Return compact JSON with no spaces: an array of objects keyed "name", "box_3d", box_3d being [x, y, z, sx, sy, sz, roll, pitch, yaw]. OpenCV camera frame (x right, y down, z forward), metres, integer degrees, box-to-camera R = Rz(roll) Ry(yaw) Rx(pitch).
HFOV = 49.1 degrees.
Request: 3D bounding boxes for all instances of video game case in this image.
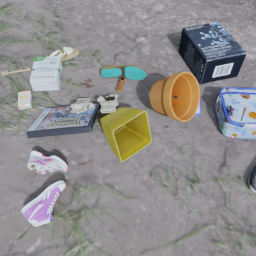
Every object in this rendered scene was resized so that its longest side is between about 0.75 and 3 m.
[{"name":"video game case","box_3d":[-2.367,-0.345,10.699,2.359,0.301,2.132,-6,27,7]}]

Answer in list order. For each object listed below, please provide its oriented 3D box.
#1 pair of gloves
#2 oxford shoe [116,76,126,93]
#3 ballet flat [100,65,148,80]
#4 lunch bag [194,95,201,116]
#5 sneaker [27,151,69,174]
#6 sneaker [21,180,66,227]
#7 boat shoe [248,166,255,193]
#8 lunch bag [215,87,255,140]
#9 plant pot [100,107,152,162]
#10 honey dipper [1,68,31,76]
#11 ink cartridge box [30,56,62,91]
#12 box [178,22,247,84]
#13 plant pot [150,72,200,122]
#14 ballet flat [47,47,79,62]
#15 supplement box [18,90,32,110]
[{"name":"pair of gloves","box_3d":[-1.307,-0.975,10.972,1.838,0.322,1.563,-1,24,6]},{"name":"oxford shoe","box_3d":[-0.352,-2.004,12.755,0.336,0.336,0.942,12,54,8]},{"name":"ballet flat","box_3d":[-0.186,-2.676,13.155,2.203,0.747,0.797,0,32,5]},{"name":"lunch bag","box_3d":[2.543,-0.896,11.663,0.902,0.657,1.061,6,44,4]},{"name":"sneaker","box_3d":[-2.861,1.358,9.915,1.579,0.642,0.696,10,57,16]},{"name":"sneaker","box_3d":[-2.501,2.489,9.056,1.603,0.581,0.914,-41,68,-20]},{"name":"boat shoe","box_3d":[5.137,1.288,9.799,2.548,0.799,0.926,-34,59,-24]},{"name":"lunch bag","box_3d":[4.988,-0.693,11.226,2.952,1.115,2.366,4,50,2]},{"name":"plant pot","box_3d":[-0.184,0.073,10.430,1.499,1.499,1.322,-32,40,-23]},{"name":"honey dipper","box_3d":[-5.333,-2.700,13.381,1.321,0.251,0.251,-15,53,-14]},{"name":"ink cartridge box","box_3d":[-3.747,-2.516,12.919,1.229,0.697,1.677,-2,51,-2]},{"name":"box","box_3d":[3.894,-3.608,13.330,1.980,1.428,2.667,-14,53,-11]},{"name":"plant pot","box_3d":[1.694,-1.194,10.689,1.285,1.836,1.836,8,44,46]},{"name":"ballet flat","box_3d":[-3.220,-3.651,13.898,1.841,0.601,0.649,-35,59,-25]},{"name":"supplement box","box_3d":[-4.453,-1.211,12.126,0.522,0.305,0.829,-9,52,-7]}]
